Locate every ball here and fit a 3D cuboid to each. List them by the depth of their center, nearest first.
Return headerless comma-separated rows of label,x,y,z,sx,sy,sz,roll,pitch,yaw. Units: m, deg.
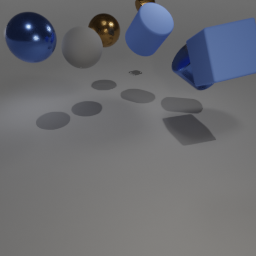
ball,-2.767,-2.580,8.032,1.400,1.400,1.400,0,30,0
ball,-1.567,-2.751,9.601,1.400,1.400,1.400,0,30,0
ball,-1.030,-4.198,12.088,1.400,1.400,1.400,0,30,0

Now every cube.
cube,2.621,-2.029,7.769,1.400,1.400,1.400,-14,6,-6

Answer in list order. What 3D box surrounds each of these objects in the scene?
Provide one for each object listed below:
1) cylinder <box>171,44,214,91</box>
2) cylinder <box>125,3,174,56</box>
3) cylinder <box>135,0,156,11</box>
cylinder,2.647,-2.384,10.796,1.400,1.400,1.400,30,19,-26
cylinder,0.775,-3.659,10.530,1.400,1.400,1.400,8,68,-20
cylinder,0.795,-5.720,12.924,0.700,0.700,0.700,-33,39,-12
